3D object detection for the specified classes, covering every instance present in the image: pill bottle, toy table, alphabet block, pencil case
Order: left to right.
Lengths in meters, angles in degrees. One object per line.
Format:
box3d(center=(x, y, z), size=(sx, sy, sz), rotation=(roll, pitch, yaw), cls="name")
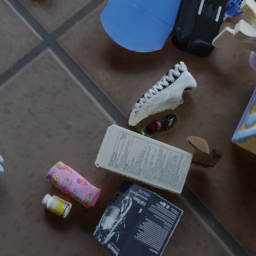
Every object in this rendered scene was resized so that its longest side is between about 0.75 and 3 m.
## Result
box3d(center=(-2.047, 2.212, 8.025), size=(0.770, 0.429, 0.429), rotation=(27, 83, 4), cls="pill bottle")
box3d(center=(-1.544, 1.634, 8.001), size=(1.589, 0.695, 0.695), rotation=(34, 83, 4), cls="pencil case")
box3d(center=(3.685, -2.753, 7.869), size=(1.447, 2.472, 2.272), rotation=(37, 128, -9), cls="toy table")
box3d(center=(4.538, -0.157, 7.508), size=(2.233, 2.181, 2.192), rotation=(27, 85, 5), cls="alphabet block")

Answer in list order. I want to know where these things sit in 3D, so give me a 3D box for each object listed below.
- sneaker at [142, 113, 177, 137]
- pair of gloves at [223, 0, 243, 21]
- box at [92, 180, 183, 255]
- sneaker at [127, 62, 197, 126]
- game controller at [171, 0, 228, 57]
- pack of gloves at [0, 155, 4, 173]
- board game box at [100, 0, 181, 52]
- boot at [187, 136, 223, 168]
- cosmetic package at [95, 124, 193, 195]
box3d(center=(0.973, -0.067, 8.321), size=(1.179, 0.494, 0.452), rotation=(-31, 84, -4), cls="sneaker")
box3d(center=(3.143, -4.113, 9.006), size=(1.051, 0.149, 1.308), rotation=(-33, 84, 6), cls="pair of gloves")
box3d(center=(0.188, 2.376, 6.975), size=(1.048, 1.690, 1.662), rotation=(35, 76, -22), cls="box")
box3d(center=(1.011, -0.848, 8.290), size=(2.445, 0.919, 0.991), rotation=(-43, 92, -5), cls="sneaker")
box3d(center=(2.320, -3.671, 8.704), size=(1.472, 0.594, 2.822), rotation=(16, 88, -21), cls="game controller")
box3d(center=(-5.136, 1.255, 8.198), size=(2.981, 0.588, 2.504), rotation=(34, 81, 15), cls="pack of gloves")
box3d(center=(0.465, -3.611, 8.864), size=(2.125, 0.524, 2.690), rotation=(29, 84, -3), cls="board game box")
box3d(center=(1.981, 0.750, 7.849), size=(1.245, 0.911, 0.437), rotation=(27, 51, -8), cls="boot")
box3d(center=(0.401, 0.853, 7.662), size=(2.335, 1.019, 1.207), rotation=(22, 83, -11), cls="cosmetic package")
